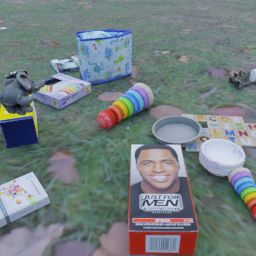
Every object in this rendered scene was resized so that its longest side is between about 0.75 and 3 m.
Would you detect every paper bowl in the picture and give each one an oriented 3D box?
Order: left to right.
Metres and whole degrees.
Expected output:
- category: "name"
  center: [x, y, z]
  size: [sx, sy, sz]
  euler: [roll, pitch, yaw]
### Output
- category: "paper bowl"
  center: [2.387, 0.803, 7.199]
  size: [1.095, 0.569, 1.095]
  euler: [0, 34, 0]

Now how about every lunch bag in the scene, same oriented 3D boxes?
- category: "lunch bag"
  center: [-0.917, -3.052, 11.765]
  size: [2.285, 1.943, 1.456]
  euler: [-10, 36, -13]

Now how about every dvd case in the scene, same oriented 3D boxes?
- category: "dvd case"
  center: [-2.517, -3.092, 13.382]
  size: [2.033, 0.224, 1.484]
  euler: [-15, 36, -23]

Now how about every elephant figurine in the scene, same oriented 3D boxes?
- category: "elephant figurine"
  center: [-2.543, -0.945, 6.632]
  size: [0.831, 0.911, 1.174]
  euler: [3, 59, -2]

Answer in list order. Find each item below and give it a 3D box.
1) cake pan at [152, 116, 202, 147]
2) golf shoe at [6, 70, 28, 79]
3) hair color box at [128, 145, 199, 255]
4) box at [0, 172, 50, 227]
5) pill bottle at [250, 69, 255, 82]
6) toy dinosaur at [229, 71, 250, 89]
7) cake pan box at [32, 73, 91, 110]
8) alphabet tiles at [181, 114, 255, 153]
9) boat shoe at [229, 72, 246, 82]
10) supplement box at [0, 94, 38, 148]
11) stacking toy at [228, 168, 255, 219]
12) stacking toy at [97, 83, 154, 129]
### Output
- category: "cake pan"
  center: [1.461, 0.111, 8.412]
  size: [1.460, 0.268, 1.460]
  euler: [-4, 33, 3]
- category: "golf shoe"
  center: [-4.833, -2.336, 12.121]
  size: [0.930, 0.361, 0.439]
  euler: [-20, 38, -29]
- category: "hair color box"
  center: [0.658, 1.401, 6.116]
  size: [1.282, 0.774, 2.526]
  euler: [0, 33, 1]
- category: "box"
  center: [-2.560, 1.600, 6.291]
  size: [1.276, 0.263, 0.994]
  euler: [-21, 39, -30]
- category: "pill bottle"
  center: [5.764, -2.165, 11.546]
  size: [1.255, 0.705, 0.705]
  euler: [-1, 34, -1]
- category: "toy dinosaur"
  center: [4.638, -1.964, 11.501]
  size: [1.422, 0.547, 0.727]
  euler: [-19, 67, -41]
- category: "cake pan box"
  center: [-2.625, -1.467, 10.716]
  size: [1.852, 0.484, 1.706]
  euler: [22, 37, 30]
- category: "alphabet tiles"
  center: [2.914, 0.159, 8.609]
  size: [2.418, 0.091, 2.021]
  euler: [3, 33, 5]
- category: "boat shoe"
  center: [4.652, -2.188, 11.930]
  size: [0.923, 0.314, 0.332]
  euler: [-20, 38, -27]
- category: "supplement box"
  center: [-3.302, -0.291, 8.531]
  size: [0.916, 0.911, 1.673]
  euler: [-10, 35, -14]
- category: "stacking toy"
  center: [2.725, 1.502, 6.263]
  size: [0.537, 0.537, 1.258]
  euler: [-3, 38, -5]
- category: "stacking toy"
  center: [-0.148, -0.647, 9.276]
  size: [0.927, 0.927, 2.172]
  euler: [27, 49, 34]
